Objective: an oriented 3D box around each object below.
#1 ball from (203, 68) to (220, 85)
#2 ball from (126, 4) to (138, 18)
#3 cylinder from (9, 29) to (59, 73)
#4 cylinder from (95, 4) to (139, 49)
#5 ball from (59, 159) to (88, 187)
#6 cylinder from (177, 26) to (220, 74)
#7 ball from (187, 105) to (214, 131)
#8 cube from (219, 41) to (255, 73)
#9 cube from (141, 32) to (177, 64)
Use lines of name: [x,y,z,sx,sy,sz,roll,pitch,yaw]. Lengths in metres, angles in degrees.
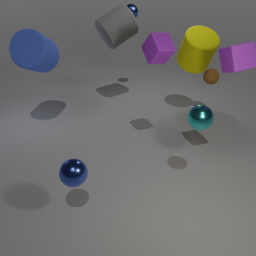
ball: [3.676,-2.272,12.362,0.700,0.700,0.700,0,30,0]
ball: [0.131,-5.472,13.203,0.700,0.700,0.700,0,30,0]
cylinder: [-3.482,-2.858,10.552,1.400,1.400,1.400,3,5,5]
cylinder: [-0.481,-4.405,12.221,1.400,1.400,1.400,-36,38,-6]
ball: [-1.338,1.100,6.868,0.700,0.700,0.700,0,30,0]
cylinder: [2.883,-3.241,11.642,1.400,1.400,1.400,3,59,-6]
ball: [1.963,-0.281,7.590,0.700,0.700,0.700,0,30,0]
cube: [3.048,-1.953,7.783,0.700,0.700,0.700,-14,12,-8]
cube: [0.956,-2.493,8.779,0.700,0.700,0.700,-10,71,-30]
